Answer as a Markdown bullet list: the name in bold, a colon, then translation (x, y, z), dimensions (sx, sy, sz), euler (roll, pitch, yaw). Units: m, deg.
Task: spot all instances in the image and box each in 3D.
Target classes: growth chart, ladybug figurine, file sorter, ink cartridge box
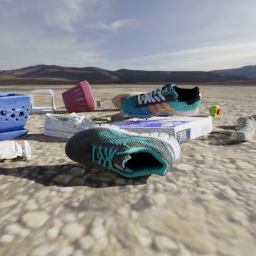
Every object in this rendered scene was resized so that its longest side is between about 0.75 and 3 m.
- **growth chart**: translation (-3.859, 0.632, 7.428), dimensions (2.556, 0.227, 1.850), euler (-2, 12, -13)
- **ladybug figurine**: translation (0.104, -1.561, 16.402), dimensions (2.067, 0.744, 1.403), euler (-10, -16, -3)
- **file sorter**: translation (-4.833, -1.510, 15.781), dimensions (1.308, 1.174, 1.886), euler (-3, 12, -12)
- **ink cartridge box**: translation (1.008, 0.012, 9.467), dimensions (2.772, 0.602, 2.746), euler (4, 11, 37)

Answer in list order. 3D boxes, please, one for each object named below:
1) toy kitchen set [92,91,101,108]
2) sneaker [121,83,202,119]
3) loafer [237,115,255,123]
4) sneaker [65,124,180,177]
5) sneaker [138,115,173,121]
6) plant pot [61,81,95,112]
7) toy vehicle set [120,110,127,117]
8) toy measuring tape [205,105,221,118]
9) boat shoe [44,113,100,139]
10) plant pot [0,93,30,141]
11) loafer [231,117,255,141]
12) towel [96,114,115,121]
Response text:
- **toy kitchen set**: translation (-2.411, -1.832, 17.749), dimensions (1.248, 1.018, 1.126), euler (-3, 12, -13)
- **sneaker**: translation (1.138, -1.035, 9.727), dimensions (2.812, 1.123, 1.003), euler (-3, 51, -2)
- **loafer**: translation (5.444, -0.404, 11.255), dimensions (2.001, 0.683, 0.757), euler (2, 7, 16)
- **sneaker**: translation (-0.200, 0.537, 6.111), dimensions (2.649, 1.028, 1.208), euler (1, 15, 10)
- **sneaker**: translation (1.283, -0.933, 13.019), dimensions (1.575, 1.109, 2.965), euler (0, 11, 7)
- **plant pot**: translation (-2.802, -1.611, 15.568), dimensions (1.522, 1.701, 1.701), euler (-20, 17, -15)
- **toy vehicle set**: translation (0.921, -1.253, 14.643), dimensions (1.710, 0.365, 2.752), euler (-24, -1, 27)
- **toy measuring tape**: translation (4.232, -0.833, 13.953), dimensions (0.590, 0.590, 1.604), euler (9, 14, 37)
- **boat shoe**: translation (-1.799, -0.099, 9.540), dimensions (2.518, 0.823, 0.926), euler (3, 12, 16)
- **plant pot**: translation (-4.310, -0.390, 9.419), dimensions (1.610, 1.448, 1.610), euler (10, 15, 43)
- **loafer**: translation (3.895, 0.010, 9.387), dimensions (0.671, 0.670, 1.919), euler (6, 13, 28)
- **towel**: translation (-1.049, -0.490, 13.201), dimensions (0.684, 0.168, 0.922), euler (4, 12, 17)
